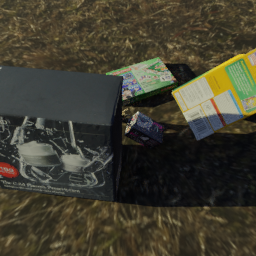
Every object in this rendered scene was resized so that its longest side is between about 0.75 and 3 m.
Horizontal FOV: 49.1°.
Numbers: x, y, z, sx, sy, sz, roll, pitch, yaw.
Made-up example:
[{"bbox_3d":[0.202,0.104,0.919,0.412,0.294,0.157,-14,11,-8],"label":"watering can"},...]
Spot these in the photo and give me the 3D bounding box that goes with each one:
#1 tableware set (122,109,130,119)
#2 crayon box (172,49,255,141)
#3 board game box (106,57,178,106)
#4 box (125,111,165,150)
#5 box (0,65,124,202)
[{"bbox_3d":[-0.598,-0.398,7.987,1.199,0.240,0.793,4,18,27],"label":"tableware set"},{"bbox_3d":[2.537,-0.865,7.303,2.357,0.608,1.482,-27,97,16],"label":"crayon box"},{"bbox_3d":[0.453,-1.590,9.332,2.013,0.293,1.354,-20,56,-14],"label":"board game box"},{"bbox_3d":[0.478,0.074,7.734,0.934,0.536,0.617,29,52,-21],"label":"box"},{"bbox_3d":[-1.645,0.204,6.424,2.973,2.707,1.548,5,45,4],"label":"box"}]
